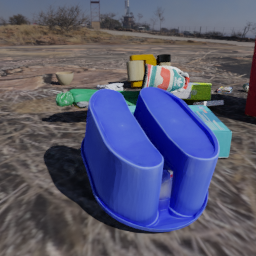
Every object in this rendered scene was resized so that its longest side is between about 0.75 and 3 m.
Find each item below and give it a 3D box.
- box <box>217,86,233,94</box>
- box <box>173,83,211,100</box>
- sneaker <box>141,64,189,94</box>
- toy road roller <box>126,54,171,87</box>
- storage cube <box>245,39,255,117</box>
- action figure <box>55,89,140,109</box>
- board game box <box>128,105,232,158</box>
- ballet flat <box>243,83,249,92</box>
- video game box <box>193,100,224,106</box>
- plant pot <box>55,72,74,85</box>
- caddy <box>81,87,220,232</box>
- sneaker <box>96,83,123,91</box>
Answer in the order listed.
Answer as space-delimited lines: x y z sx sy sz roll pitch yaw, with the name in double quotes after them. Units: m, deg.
4.316 -1.696 12.478 0.542 0.149 0.793 10 22 26 "box"
2.011 -1.481 11.048 2.440 0.582 1.488 4 14 15 "box"
1.209 -1.411 8.835 1.327 0.999 2.838 11 8 8 "sneaker"
0.986 -2.724 13.630 2.326 1.429 1.698 -5 5 -13 "toy road roller"
5.370 -1.456 8.279 2.860 2.571 2.445 -11 23 -26 "storage cube"
-0.716 -0.783 8.470 2.954 0.808 1.745 3 17 -28 "action figure"
0.804 0.021 6.977 2.786 0.654 2.103 -1 20 0 "board game box"
5.401 -1.694 12.189 0.417 0.417 1.125 -12 20 -30 "ballet flat"
2.817 -0.852 9.836 0.778 0.182 0.709 -6 0 -16 "video game box"
-3.124 -2.433 13.872 0.872 0.585 0.872 0 19 0 "plant pot"
0.249 0.417 4.713 1.898 1.410 2.685 -6 36 -19 "caddy"
-0.550 -1.401 10.901 1.004 0.656 1.746 -11 19 -21 "sneaker"
